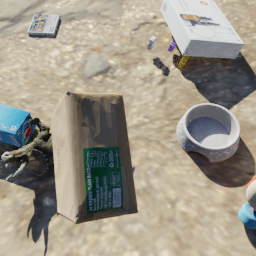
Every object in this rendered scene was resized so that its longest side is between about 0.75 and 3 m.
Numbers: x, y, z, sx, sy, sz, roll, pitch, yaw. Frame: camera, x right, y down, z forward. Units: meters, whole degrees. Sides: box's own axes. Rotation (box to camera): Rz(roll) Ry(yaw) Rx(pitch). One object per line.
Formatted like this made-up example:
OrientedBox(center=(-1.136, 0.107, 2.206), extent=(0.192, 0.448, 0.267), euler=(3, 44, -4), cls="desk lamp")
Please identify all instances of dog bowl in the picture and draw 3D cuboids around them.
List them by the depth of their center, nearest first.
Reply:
OrientedBox(center=(2.073, 0.054, 7.128), extent=(1.617, 0.474, 1.617), euler=(0, 57, 0), cls="dog bowl")

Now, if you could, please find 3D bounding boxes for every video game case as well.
OrientedBox(center=(-2.940, -3.624, 9.820), extent=(0.924, 0.116, 1.014), euler=(3, 57, 2), cls="video game case")

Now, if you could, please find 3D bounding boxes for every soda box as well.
OrientedBox(center=(-3.528, -0.215, 7.174), extent=(2.133, 0.684, 0.724), euler=(16, 57, 10), cls="soda box")

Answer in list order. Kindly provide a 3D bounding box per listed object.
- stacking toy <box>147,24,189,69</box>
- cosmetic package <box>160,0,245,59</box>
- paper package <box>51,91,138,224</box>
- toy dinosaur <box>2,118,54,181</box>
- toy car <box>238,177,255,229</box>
OrientedBox(center=(1.557, -2.756, 9.062), extent=(1.313, 0.409, 1.741), euler=(32, 54, 9), cls="stacking toy")
OrientedBox(center=(2.305, -3.285, 9.001), extent=(1.878, 0.644, 2.491), euler=(-1, 53, -20), cls="cosmetic package")
OrientedBox(center=(-0.607, 0.442, 4.211), extent=(0.870, 1.603, 1.682), euler=(-3, 80, -22), cls="paper package")
OrientedBox(center=(-1.579, 0.366, 6.776), extent=(2.693, 1.037, 1.377), euler=(-13, 68, -16), cls="toy dinosaur")
OrientedBox(center=(3.343, 1.279, 5.980), extent=(1.472, 1.534, 1.664), euler=(25, 31, 16), cls="toy car")
